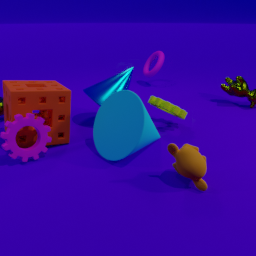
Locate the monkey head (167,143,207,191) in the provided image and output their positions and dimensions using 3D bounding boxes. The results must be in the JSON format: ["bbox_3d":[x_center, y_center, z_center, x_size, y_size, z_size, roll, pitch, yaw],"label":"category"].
[{"bbox_3d":[1.139,0.734,5.492,1.091,0.785,0.657,52,35,4],"label":"monkey head"}]

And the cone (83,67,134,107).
[{"bbox_3d":[-0.307,-1.247,8.428,1.496,1.502,1.496,39,4,-3],"label":"cone"}]

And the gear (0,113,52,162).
[{"bbox_3d":[-2.245,0.208,6.222,1.052,1.052,0.195,-17,18,-34],"label":"gear"}]

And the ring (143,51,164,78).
[{"bbox_3d":[1.150,-2.872,12.644,0.265,1.325,1.325,27,11,-27],"label":"ring"}]

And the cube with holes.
[{"bbox_3d":[-2.350,-0.417,7.162,1.365,1.365,1.365,-5,21,-30],"label":"cube with holes"}]

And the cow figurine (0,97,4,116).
[{"bbox_3d":[-3.731,-0.646,8.742,1.104,0.616,1.122,11,19,5],"label":"cow figurine"}]

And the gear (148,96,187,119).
[{"bbox_3d":[1.139,-0.588,8.082,1.139,0.211,1.139,26,3,-1],"label":"gear"}]

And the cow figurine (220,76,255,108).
[{"bbox_3d":[4.094,-1.281,9.981,1.269,0.708,1.290,38,-5,-18],"label":"cow figurine"}]

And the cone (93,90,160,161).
[{"bbox_3d":[0.299,0.087,6.887,1.642,1.636,1.636,16,6,-45],"label":"cone"}]
